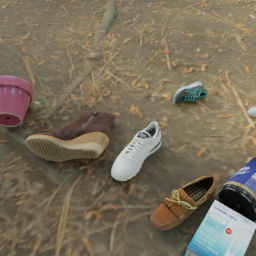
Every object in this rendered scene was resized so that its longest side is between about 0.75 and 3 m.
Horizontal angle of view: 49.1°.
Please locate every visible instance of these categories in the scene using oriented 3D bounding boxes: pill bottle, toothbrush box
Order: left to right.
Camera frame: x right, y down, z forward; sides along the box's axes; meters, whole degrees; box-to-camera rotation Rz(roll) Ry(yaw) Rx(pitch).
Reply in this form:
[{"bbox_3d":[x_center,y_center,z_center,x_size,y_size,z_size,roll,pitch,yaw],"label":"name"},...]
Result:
[{"bbox_3d":[2.306,2.816,6.985,1.163,0.678,1.589,29,52,24],"label":"toothbrush box"},{"bbox_3d":[3.644,1.553,7.807,2.164,1.211,1.211,-32,54,-27],"label":"pill bottle"}]

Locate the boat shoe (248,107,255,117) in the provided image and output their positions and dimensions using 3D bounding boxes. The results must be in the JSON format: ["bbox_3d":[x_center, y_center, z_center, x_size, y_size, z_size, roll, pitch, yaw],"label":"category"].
[{"bbox_3d":[5.216,-0.745,10.507,1.387,0.453,0.510,-9,47,-8],"label":"boat shoe"}]

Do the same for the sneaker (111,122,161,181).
[{"bbox_3d":[0.242,0.691,8.841,0.857,0.903,2.244,30,58,22],"label":"sneaker"}]

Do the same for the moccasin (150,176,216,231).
[{"bbox_3d":[1.558,1.998,7.633,2.211,0.853,0.809,-22,50,-20],"label":"moccasin"}]

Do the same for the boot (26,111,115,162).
[{"bbox_3d":[-1.855,0.154,9.576,2.618,0.947,2.178,5,35,7],"label":"boot"}]

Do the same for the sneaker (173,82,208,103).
[{"bbox_3d":[2.482,-1.293,10.963,1.572,0.610,0.717,-26,56,-21],"label":"sneaker"}]

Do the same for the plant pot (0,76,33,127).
[{"bbox_3d":[-4.237,-0.868,10.036,1.542,1.542,1.380,-3,63,-3],"label":"plant pot"}]
